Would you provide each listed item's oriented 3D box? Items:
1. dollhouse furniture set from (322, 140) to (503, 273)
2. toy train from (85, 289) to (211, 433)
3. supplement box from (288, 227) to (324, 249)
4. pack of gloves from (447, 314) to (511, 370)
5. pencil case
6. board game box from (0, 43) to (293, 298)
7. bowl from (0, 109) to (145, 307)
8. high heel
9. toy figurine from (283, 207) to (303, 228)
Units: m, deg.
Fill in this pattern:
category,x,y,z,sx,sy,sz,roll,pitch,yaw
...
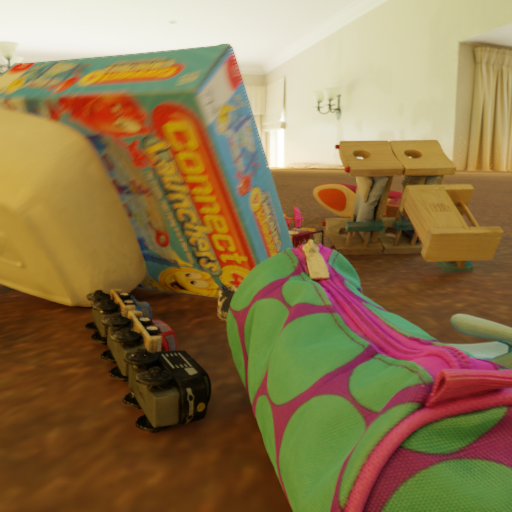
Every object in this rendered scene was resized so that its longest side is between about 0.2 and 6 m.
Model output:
category,x,y,z,sx,sy,sz,roll,pitch,yaw
dollhouse furniture set,2.082,-0.415,8.227,1.645,1.654,2.347,-2,41,-7
toy train,-0.902,0.674,4.368,0.564,0.420,2.461,-1,11,-25
supplement box,0.600,-0.187,8.824,0.523,0.406,0.948,9,14,38
pack of gloves,2.281,0.764,3.632,2.697,0.532,2.266,-1,10,-5
pencil case,0.467,0.623,2.800,1.025,1.113,2.409,-2,12,-11
board game box,-1.154,-0.733,5.960,2.622,2.678,0.748,5,48,27
bowl,-2.393,-0.351,5.804,2.218,2.215,0.828,13,51,23
high heel,2.691,-1.393,13.947,2.451,0.826,1.178,20,28,21
toy figurine,0.436,-0.748,11.328,0.968,0.790,1.052,21,48,35
